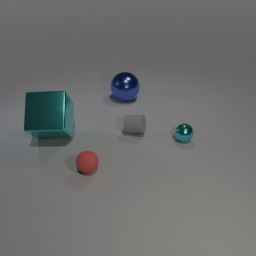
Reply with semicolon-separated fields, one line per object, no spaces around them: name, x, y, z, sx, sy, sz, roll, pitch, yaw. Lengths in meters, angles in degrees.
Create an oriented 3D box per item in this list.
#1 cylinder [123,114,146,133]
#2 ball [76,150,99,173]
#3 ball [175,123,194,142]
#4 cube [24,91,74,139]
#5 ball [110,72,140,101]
cylinder;0.270;-0.158;10.685;0.700;0.700;0.700;-1;28;20
ball;-1.259;1.047;8.684;0.700;0.700;0.700;0;30;0
ball;2.072;0.179;10.324;0.700;0.700;0.700;0;30;0
cube;-2.781;-0.433;10.080;1.400;1.400;1.400;-2;-13;1
ball;-0.137;-1.972;13.370;1.400;1.400;1.400;0;30;0
